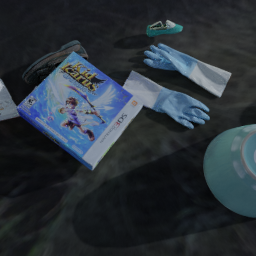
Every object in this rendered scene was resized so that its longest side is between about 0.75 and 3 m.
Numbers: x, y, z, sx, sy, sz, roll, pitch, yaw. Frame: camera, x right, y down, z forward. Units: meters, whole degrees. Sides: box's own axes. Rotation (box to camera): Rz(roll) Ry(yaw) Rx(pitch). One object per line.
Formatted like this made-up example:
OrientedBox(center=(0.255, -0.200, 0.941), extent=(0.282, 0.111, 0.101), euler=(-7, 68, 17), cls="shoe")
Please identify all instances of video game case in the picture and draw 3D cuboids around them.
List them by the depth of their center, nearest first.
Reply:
OrientedBox(center=(-1.316, -0.561, 8.066), extent=(2.673, 0.607, 2.423), euler=(37, 68, 4), cls="video game case")

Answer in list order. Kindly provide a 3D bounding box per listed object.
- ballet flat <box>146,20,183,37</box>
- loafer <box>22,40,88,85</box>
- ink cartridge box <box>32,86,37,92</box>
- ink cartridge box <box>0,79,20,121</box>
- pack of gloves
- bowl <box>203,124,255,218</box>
OrientedBox(center=(1.234, -3.437, 9.591), extent=(1.253, 0.441, 0.422), euler=(-6, 50, 13), cls="ballet flat")
OrientedBox(center=(-2.286, -2.002, 8.983), extent=(2.204, 0.792, 0.693), euler=(-38, 81, -16), cls="loafer")
OrientedBox(center=(-2.281, -0.482, 8.444), extent=(1.687, 0.354, 1.007), euler=(24, 63, 5), cls="ink cartridge box")
OrientedBox(center=(-4.206, -0.683, 8.109), extent=(1.700, 0.380, 1.498), euler=(-20, 71, -48), cls="ink cartridge box")
OrientedBox(center=(1.526, -1.507, 8.863), extent=(2.954, 0.583, 2.482), euler=(26, 69, 11), cls="pack of gloves")
OrientedBox(center=(3.477, 0.932, 7.395), extent=(2.629, 1.375, 2.629), euler=(0, 66, -1), cls="bowl")
